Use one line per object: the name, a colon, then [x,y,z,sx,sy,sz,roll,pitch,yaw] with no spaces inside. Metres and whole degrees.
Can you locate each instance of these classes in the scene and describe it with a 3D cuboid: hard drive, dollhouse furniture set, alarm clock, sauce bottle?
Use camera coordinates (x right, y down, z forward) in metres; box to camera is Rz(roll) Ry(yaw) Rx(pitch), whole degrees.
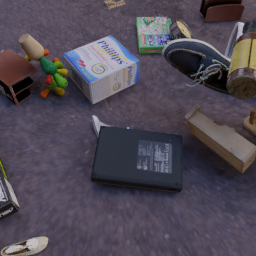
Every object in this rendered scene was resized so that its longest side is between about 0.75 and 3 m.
hard drive: [0.274,0.769,7.382,2.282,0.375,1.592,7,56,0]
dollhouse furniture set: [3.157,-0.531,7.347,2.745,2.406,1.823,-47,61,-3]
alarm clock: [1.967,-3.537,10.541,0.994,0.491,1.474,42,36,-16]
sauce bottle: [2.699,-1.622,6.220,0.732,0.732,2.261,17,55,13]

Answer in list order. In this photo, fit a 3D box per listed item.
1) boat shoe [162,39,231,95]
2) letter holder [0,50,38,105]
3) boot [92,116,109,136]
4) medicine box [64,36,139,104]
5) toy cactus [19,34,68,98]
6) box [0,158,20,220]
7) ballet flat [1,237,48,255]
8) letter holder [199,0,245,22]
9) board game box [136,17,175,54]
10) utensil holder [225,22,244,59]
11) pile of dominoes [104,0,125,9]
boat shoe: [1.970,-1.407,6.977,2.480,0.929,0.767,19,52,-26]
letter holder: [-3.792,-1.735,9.219,1.658,0.834,1.179,35,58,24]
boot: [-0.727,0.003,8.213,0.452,0.348,0.945,-14,62,-18]
medicine box: [-0.866,-1.986,9.310,1.883,0.969,1.715,-29,58,-21]
toy cactus: [-2.783,-2.071,8.883,1.209,1.950,2.364,-33,52,1]
box: [-4.430,1.453,6.867,2.652,0.652,2.746,-27,58,-17]
ballet flat: [-2.265,2.632,6.144,1.006,0.314,0.339,-17,54,-13]
letter holder: [3.975,-5.199,11.689,1.620,1.152,0.815,-6,52,-5]
board game box: [1.085,-3.707,11.066,1.409,0.305,2.095,-2,52,-1]
utensil holder: [4.338,-2.295,9.073,2.119,1.801,1.801,14,53,7]
pile of dominoes: [-0.610,-5.741,12.746,0.938,0.149,0.731,-23,55,-16]
